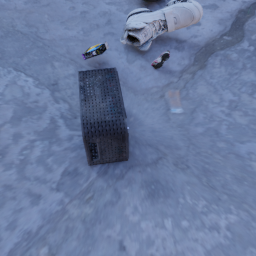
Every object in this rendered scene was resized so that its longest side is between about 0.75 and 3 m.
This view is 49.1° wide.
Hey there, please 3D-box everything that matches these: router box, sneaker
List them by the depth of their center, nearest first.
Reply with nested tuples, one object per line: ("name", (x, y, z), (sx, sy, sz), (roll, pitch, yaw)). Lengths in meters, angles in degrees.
("router box", (-1.057, -2.531, 9.156), (0.669, 0.229, 0.897), (-14, 25, 17))
("sneaker", (1.122, -2.275, 9.287), (0.320, 0.797, 0.344), (44, 43, -18))
("sneaker", (1.088, -3.536, 9.793), (2.876, 1.081, 1.653), (2, 49, 26))

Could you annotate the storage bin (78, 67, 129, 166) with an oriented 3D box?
("storage bin", (-0.643, -0.328, 7.178), (1.045, 1.507, 2.229), (-7, 51, -6))

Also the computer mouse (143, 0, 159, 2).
("computer mouse", (1.258, -6.054, 12.403), (1.857, 0.707, 2.682), (23, 41, 22))
